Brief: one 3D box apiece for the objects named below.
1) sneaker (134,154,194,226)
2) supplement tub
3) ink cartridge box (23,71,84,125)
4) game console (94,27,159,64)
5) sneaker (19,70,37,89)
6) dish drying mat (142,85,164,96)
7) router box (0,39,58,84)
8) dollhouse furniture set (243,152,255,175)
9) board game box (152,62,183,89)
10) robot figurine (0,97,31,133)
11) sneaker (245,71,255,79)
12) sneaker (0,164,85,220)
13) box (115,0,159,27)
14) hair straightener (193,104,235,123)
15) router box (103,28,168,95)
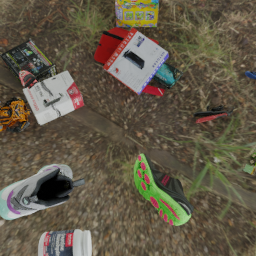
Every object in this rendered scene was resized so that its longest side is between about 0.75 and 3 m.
[{"bbox_3d":[1.230,2.173,10.231,1.232,1.129,2.941,-8,51,-41],"label":"sneaker"},{"bbox_3d":[-2.023,3.910,9.128,1.556,1.092,1.092,-5,62,-2],"label":"supplement tub"},{"bbox_3d":[-3.178,-1.308,12.002,2.093,0.867,1.536,-27,66,-14],"label":"ink cartridge box"},{"bbox_3d":[-0.057,-3.787,13.685,2.471,1.466,2.129,23,96,12],"label":"game console"},{"bbox_3d":[-3.314,-1.603,9.009,0.483,1.310,0.568,-45,100,-10],"label":"sneaker"},{"bbox_3d":[1.089,-1.720,12.668,1.066,0.097,0.409,16,64,8],"label":"dish drying mat"},{"bbox_3d":[-4.572,-2.944,12.978,1.637,0.679,2.184,-36,69,-17],"label":"router box"},{"bbox_3d":[4.860,1.380,10.909,0.411,0.317,0.822,27,65,14],"label":"dollhouse furniture set"},{"bbox_3d":[1.623,-2.600,13.063,1.573,0.221,1.064,36,68,17],"label":"board game box"},{"bbox_3d":[-5.144,-0.493,11.612,2.197,0.639,1.593,-13,73,0],"label":"robot figurine"},{"bbox_3d":[5.835,-2.478,12.989,0.787,0.276,0.307,25,60,7],"label":"sneaker"},{"bbox_3d":[-1.836,1.516,7.491,1.904,2.722,1.058,-19,96,26],"label":"sneaker"},{"bbox_3d":[0.443,-6.484,14.476,2.135,1.352,2.217,-1,62,1],"label":"box"},{"bbox_3d":[3.665,-0.747,11.989,1.889,0.386,0.727,-14,63,-7],"label":"hair straightener"},{"bbox_3d":[0.350,-2.963,12.478,1.997,0.544,2.226,38,93,11],"label":"router box"}]
